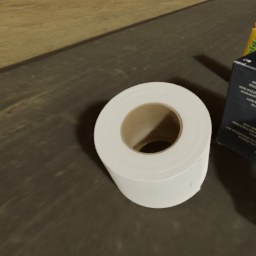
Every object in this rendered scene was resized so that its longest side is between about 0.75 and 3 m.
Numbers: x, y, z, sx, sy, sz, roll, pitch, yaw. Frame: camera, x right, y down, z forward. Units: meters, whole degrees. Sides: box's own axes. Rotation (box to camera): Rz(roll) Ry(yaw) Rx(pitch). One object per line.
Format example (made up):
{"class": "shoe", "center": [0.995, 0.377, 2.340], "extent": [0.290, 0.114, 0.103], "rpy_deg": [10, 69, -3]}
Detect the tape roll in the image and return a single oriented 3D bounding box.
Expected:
{"class": "tape roll", "center": [0.509, 0.335, 5.321], "extent": [2.028, 1.392, 2.028], "rpy_deg": [-6, 57, 9]}

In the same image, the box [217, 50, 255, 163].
{"class": "box", "center": [3.343, -0.281, 5.986], "extent": [1.318, 2.244, 2.207], "rpy_deg": [-28, 45, -30]}

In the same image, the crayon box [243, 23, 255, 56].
{"class": "crayon box", "center": [4.371, -1.824, 8.415], "extent": [0.727, 1.816, 2.861], "rpy_deg": [-13, 40, -23]}
